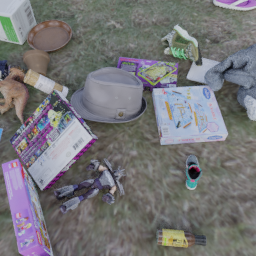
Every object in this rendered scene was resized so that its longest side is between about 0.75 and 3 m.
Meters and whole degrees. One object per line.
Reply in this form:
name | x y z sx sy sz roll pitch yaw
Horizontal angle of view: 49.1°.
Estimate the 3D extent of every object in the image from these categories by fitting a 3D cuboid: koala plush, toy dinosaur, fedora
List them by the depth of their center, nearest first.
fedora | -0.569 -1.297 9.744 2.745 1.239 2.428 4 37 -13
koala plush | 4.415 -1.509 9.982 2.109 2.185 2.378 -17 80 -32
toy dinosaur | -4.150 -1.416 10.365 1.682 1.065 2.481 -30 68 -22

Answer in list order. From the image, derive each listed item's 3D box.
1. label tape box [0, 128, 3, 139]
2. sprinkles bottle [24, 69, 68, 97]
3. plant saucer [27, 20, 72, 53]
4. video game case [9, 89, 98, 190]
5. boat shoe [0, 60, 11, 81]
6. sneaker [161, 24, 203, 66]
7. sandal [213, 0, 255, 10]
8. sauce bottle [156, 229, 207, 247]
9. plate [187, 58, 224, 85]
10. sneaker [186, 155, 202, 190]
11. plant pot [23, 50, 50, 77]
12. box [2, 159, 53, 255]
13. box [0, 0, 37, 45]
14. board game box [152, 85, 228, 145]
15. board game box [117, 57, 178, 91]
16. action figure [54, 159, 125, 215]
label tape box | -5.177 0.831 9.051 2.153 0.712 1.543 -2 56 -4
sprinkles bottle | -2.748 -1.442 9.456 1.421 0.485 0.485 27 49 -30
plant saucer | -3.472 -4.060 12.553 2.000 0.344 2.000 -1 59 2
video game case | -2.380 0.360 8.695 2.346 0.420 2.127 -46 69 11
boat shoe | -5.243 -1.895 10.841 0.979 0.789 2.112 -6 55 5
sneaker | 2.202 -3.248 11.731 1.243 1.079 2.806 -27 42 7
sandal | 5.474 -6.398 14.104 2.236 0.549 0.910 4 56 3
sauce bottle | 1.461 3.033 7.689 1.342 0.434 0.434 3 56 3
plate | 3.243 -2.260 11.452 1.420 0.230 1.424 18 57 13
sneaker | 2.031 1.250 8.744 0.491 0.709 1.174 6 56 4
plant pot | -3.645 -2.494 11.247 1.031 1.031 0.899 -9 72 -6
box | -2.674 2.242 7.494 0.471 1.648 2.408 -19 57 -13
box | -5.142 -4.875 12.451 1.324 1.538 1.546 14 57 9
board game box | 2.143 -0.521 10.105 2.260 0.466 2.266 -3 56 -2
board game box | 0.749 -2.154 11.326 2.472 0.399 1.484 8 60 5
action figure | -1.037 1.755 8.353 2.193 0.761 1.427 -25 64 -14
